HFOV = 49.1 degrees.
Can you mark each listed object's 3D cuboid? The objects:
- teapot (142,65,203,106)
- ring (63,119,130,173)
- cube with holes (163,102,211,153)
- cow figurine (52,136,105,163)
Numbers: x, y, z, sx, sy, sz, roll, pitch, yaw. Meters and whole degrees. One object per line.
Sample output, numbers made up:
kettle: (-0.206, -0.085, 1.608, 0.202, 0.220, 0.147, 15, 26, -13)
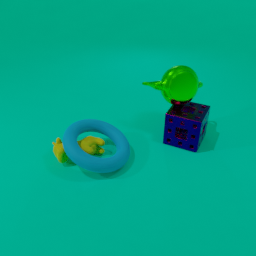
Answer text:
teapot: (1.174, -1.082, 6.992, 1.599, 0.994, 0.783, -3, 18, -17)
ring: (-0.712, 0.373, 6.501, 1.598, 0.320, 1.598, 15, 38, -12)
cube with holes: (1.489, -0.080, 7.130, 0.890, 0.890, 0.890, 15, 36, 22)
cow figurine: (-1.192, 0.479, 6.626, 1.022, 0.570, 1.039, 20, 34, 23)
